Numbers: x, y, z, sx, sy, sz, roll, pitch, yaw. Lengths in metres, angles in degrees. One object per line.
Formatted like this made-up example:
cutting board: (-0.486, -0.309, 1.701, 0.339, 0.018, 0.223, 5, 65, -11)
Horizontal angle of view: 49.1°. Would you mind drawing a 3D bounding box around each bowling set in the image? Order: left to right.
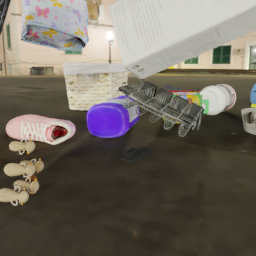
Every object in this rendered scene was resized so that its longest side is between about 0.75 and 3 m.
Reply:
bowling set: (-1.301, 0.601, 3.729, 0.455, 0.847, 0.589, -1, -18, 22)

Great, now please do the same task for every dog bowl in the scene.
dog bowl: (3.765, -0.141, 7.028, 1.773, 0.520, 1.773, -1, 13, 0)

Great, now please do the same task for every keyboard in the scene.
keyboard: (0.126, 0.448, 5.276, 0.395, 0.150, 0.759, 8, 14, 31)

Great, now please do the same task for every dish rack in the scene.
dish rack: (0.792, -0.467, 6.503, 1.932, 0.687, 2.519, 26, 18, 12)

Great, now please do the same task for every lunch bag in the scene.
lunch bag: (-2.267, -3.477, 8.907, 2.045, 1.734, 1.300, 3, -14, -29)

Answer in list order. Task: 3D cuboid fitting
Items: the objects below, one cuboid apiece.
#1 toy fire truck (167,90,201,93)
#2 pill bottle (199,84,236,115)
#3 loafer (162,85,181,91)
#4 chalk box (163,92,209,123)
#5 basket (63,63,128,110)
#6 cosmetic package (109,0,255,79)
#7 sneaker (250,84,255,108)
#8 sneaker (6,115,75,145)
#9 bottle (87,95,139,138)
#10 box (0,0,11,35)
toy fire truck: (2.270, -1.302, 12.076, 2.293, 0.559, 1.617, 0, 13, -1)
pill bottle: (3.004, -0.982, 9.673, 0.984, 0.984, 1.778, 9, 16, 35)
loafer: (2.037, -1.711, 13.931, 0.637, 0.727, 2.022, -12, -2, 32)
chalk box: (1.757, -0.625, 8.408, 1.375, 0.855, 0.851, -1, 13, 4)
basket: (-1.154, -1.715, 11.220, 1.915, 1.743, 2.826, 2, 12, 12)
cosmetic package: (0.850, -1.613, 3.952, 2.093, 1.064, 0.775, -18, -12, 22)
sneaker: (6.167, -1.246, 10.747, 2.744, 1.076, 0.905, 3, 11, 8)
sneaker: (-1.926, 0.032, 6.109, 1.517, 0.571, 0.793, 2, 7, -10)
bottle: (-0.228, -0.401, 7.465, 1.044, 0.816, 2.500, 0, 13, 15)
box: (-2.817, -2.297, 3.986, 2.721, 2.172, 0.671, -35, 21, 49)
